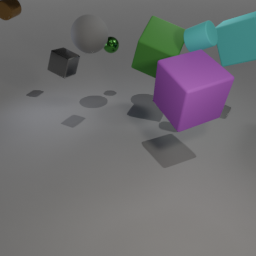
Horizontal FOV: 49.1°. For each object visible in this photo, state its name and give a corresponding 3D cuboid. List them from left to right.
[{"bbox_3d":[-4.573,-4.568,10.706,0.700,0.700,0.700,8,38,15],"label":"cylinder"},{"bbox_3d":[-2.121,-2.160,9.262,0.700,0.700,0.700,28,31,10],"label":"cube"},{"bbox_3d":[-1.442,-3.529,10.547,1.400,1.400,1.400,0,29,0],"label":"ball"},{"bbox_3d":[-0.742,-3.617,12.198,0.700,0.700,0.700,0,29,0],"label":"ball"},{"bbox_3d":[1.105,-2.772,9.917,1.400,1.400,1.400,24,62,2],"label":"cube"},{"bbox_3d":[1.646,-1.005,7.430,1.400,1.400,1.400,-18,50,-18],"label":"cube"},{"bbox_3d":[2.037,-2.547,7.854,0.700,0.700,0.700,-9,17,43],"label":"cylinder"},{"bbox_3d":[4.049,-3.178,9.974,1.400,1.400,1.400,-5,25,37],"label":"cube"}]
